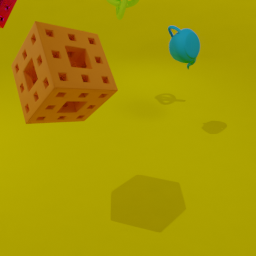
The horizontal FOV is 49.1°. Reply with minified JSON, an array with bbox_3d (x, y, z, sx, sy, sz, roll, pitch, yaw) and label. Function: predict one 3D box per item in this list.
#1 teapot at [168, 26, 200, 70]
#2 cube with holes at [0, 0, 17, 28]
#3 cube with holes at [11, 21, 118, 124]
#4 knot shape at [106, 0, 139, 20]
[{"bbox_3d":[1.473,-2.117,7.447,0.693,1.416,0.880,6,53,50],"label":"teapot"},{"bbox_3d":[-4.144,-3.743,7.971,1.182,1.182,1.182,13,76,24],"label":"cube with holes"},{"bbox_3d":[-1.038,-0.805,4.465,1.082,1.082,1.082,-4,68,-42],"label":"cube with holes"},{"bbox_3d":[-0.121,-3.969,8.482,1.069,1.142,0.528,-21,-6,36],"label":"knot shape"}]
